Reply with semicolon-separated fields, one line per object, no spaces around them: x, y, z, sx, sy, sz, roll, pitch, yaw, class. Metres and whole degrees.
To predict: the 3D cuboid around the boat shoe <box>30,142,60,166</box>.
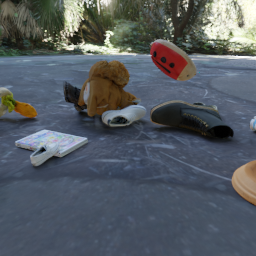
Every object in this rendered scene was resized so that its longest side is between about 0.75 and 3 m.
-2.438;0.678;8.314;0.407;0.362;1.108;8;33;24;boat shoe

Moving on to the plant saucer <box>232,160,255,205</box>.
3.714;1.305;6.714;2.277;0.426;2.277;0;18;0;plant saucer

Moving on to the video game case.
-2.580;0.477;9.506;1.963;0.177;1.405;9;21;26;video game case

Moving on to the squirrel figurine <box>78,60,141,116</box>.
-0.578;-1.597;11.842;2.378;2.548;1.803;10;9;-27;squirrel figurine

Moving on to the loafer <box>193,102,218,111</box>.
3.224;-0.765;12.257;2.193;0.749;0.830;-16;25;-39;loafer

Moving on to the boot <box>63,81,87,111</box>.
-1.567;-1.552;12.603;2.189;0.870;2.514;-9;-19;10;boot

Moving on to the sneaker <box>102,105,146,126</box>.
-0.057;-0.407;11.549;2.006;0.733;0.710;-14;40;-24;sneaker

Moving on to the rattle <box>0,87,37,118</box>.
-5.222;-0.597;11.405;1.611;1.767;2.474;-43;2;12;rattle

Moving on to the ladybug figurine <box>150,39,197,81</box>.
1.336;-2.069;8.783;1.717;0.618;1.166;39;-15;8;ladybug figurine

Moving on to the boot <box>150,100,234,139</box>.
2.347;-0.268;10.503;2.804;1.086;1.939;-3;24;-5;boot

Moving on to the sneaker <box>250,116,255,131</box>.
5.749;-0.083;10.483;2.105;0.789;0.912;-11;26;-7;sneaker
